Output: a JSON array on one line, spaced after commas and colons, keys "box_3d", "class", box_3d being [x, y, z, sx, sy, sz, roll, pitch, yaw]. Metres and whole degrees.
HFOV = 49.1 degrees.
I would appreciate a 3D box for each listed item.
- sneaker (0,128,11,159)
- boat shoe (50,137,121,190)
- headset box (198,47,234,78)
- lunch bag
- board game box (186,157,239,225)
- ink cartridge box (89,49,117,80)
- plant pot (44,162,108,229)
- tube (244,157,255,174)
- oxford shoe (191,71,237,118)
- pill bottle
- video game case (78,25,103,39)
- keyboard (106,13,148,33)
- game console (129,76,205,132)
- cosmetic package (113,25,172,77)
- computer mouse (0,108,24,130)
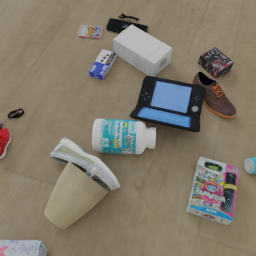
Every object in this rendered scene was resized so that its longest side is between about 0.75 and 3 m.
[{"box_3d": [-4.780, 0.427, 10.475, 0.508, 0.750, 1.298, -5, 59, -3], "class": "sneaker"}, {"box_3d": [-1.496, 1.373, 9.795, 2.861, 1.055, 0.918, 32, 70, 22], "class": "boat shoe"}, {"box_3d": [3.993, -2.902, 12.610, 0.983, 0.496, 1.323, -32, 64, -18], "class": "headset box"}, {"box_3d": [-3.280, 4.243, 7.994, 1.528, 1.145, 1.801, 0, 49, -2], "class": "lunch bag"}, {"box_3d": [2.918, 2.109, 9.556, 1.418, 0.618, 1.922, 16, 62, 9], "class": "board game box"}, {"box_3d": [-1.130, -2.884, 12.700, 0.704, 0.331, 1.498, 19, 61, 12], "class": "ink cartridge box"}, {"box_3d": [-1.812, 2.262, 9.027, 1.638, 1.638, 1.749, 34, 76, 18], "class": "plant pot"}, {"box_3d": [5.343, 1.272, 10.164, 2.174, 0.548, 0.842, -5, 70, -11], "class": "tube"}, {"box_3d": [3.522, -1.362, 11.475, 0.850, 0.866, 2.389, -34, 65, -18], "class": "oxford shoe"}, {"box_3d": [-0.126, 0.314, 10.256, 2.244, 1.243, 1.243, 2, 59, 1], "class": "pill bottle"}, {"box_3d": [-1.878, -4.796, 13.978, 1.125, 0.098, 0.805, 5, 59, 4], "class": "video game case"}, {"box_3d": [0.003, -5.215, 14.174, 2.066, 0.213, 1.313, 16, 67, 8], "class": "keyboard"}, {"box_3d": [1.599, -1.009, 10.745, 2.583, 1.503, 2.272, 13, 79, 8], "class": "game console"}, {"box_3d": [0.627, -3.507, 12.712, 2.402, 0.975, 1.356, 37, 66, 21], "class": "cosmetic package"}, {"box_3d": [-4.998, -0.230, 11.124, 0.553, 0.321, 1.885, 39, 66, 22], "class": "computer mouse"}]
